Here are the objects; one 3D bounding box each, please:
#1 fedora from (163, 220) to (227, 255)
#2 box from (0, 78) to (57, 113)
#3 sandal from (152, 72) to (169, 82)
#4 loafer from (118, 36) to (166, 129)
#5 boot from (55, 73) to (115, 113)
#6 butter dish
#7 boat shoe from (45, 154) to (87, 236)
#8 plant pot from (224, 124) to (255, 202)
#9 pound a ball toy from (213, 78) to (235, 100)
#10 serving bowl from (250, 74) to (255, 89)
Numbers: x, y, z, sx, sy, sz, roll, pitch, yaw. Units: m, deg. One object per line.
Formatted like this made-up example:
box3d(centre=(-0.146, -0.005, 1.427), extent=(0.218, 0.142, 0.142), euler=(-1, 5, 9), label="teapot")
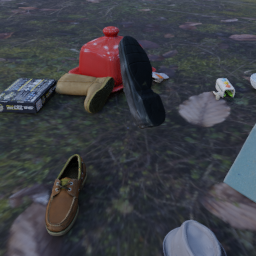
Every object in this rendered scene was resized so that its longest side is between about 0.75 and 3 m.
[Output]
box3d(centre=(1.281, 2.219, 5.267), extent=(1.164, 0.594, 1.316), euler=(-6, 34, -8), label="fedora")
box3d(centre=(-3.817, -1.267, 10.570), extent=(1.651, 0.503, 2.048), euler=(4, 34, 7), label="box")
box3d(centre=(1.334, -2.142, 12.111), extent=(1.199, 0.344, 0.459), euler=(-6, 44, -47), label="sandal")
box3d(centre=(0.171, -1.257, 8.041), extent=(0.983, 2.702, 0.977), euler=(-10, -6, -39), label="loafer")
box3d(centre=(-1.826, -1.351, 10.607), extent=(2.203, 0.729, 1.929), euler=(9, 43, 25), label="boot")
box3d(centre=(-0.678, -3.142, 11.841), extent=(2.969, 2.201, 2.978), euler=(29, 44, 34), label="butter dish")
box3d(centre=(-1.441, 1.414, 6.384), extent=(0.731, 0.690, 2.031), euler=(1, 34, 2), label="boat shoe")
box3d(centre=(3.832, 0.832, 6.260), extent=(2.002, 2.008, 2.045), euler=(-26, 52, -33), label="plant pot")
box3d(centre=(3.736, -1.581, 11.083), extent=(0.745, 0.485, 1.142), euler=(0, 33, 0), label="pound a ball toy")
box3d(centre=(5.683, -1.759, 11.359), extent=(1.428, 0.470, 1.428), euler=(1, 34, 0), label="serving bowl")
